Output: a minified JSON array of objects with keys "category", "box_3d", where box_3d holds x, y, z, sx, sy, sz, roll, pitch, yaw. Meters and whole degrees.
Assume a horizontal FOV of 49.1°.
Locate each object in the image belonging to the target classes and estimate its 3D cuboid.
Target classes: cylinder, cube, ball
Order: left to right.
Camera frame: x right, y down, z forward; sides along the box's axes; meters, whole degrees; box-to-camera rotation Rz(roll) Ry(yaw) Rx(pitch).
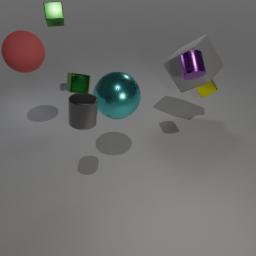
[{"category":"ball","box_3d":[-3.566,-2.599,9.580,1.400,1.400,1.400,0,33,0]},{"category":"cube","box_3d":[-2.972,-4.587,11.322,0.700,0.700,0.700,-7,-3,-10]},{"category":"cube","box_3d":[-1.889,-1.693,10.572,0.700,0.700,0.700,2,13,-26]},{"category":"cylinder","box_3d":[-1.113,-0.417,6.919,0.700,0.700,0.700,5,29,-3]},{"category":"ball","box_3d":[-0.322,-0.951,8.270,1.400,1.400,1.400,0,33,0]},{"category":"cylinder","box_3d":[1.988,-1.930,8.624,0.700,0.700,0.700,-9,-10,-2]},{"category":"cube","box_3d":[2.521,-2.452,10.807,1.400,1.400,1.400,-17,23,52]},{"category":"cube","box_3d":[3.176,-1.758,11.476,0.700,0.700,0.700,-28,16,24]}]
